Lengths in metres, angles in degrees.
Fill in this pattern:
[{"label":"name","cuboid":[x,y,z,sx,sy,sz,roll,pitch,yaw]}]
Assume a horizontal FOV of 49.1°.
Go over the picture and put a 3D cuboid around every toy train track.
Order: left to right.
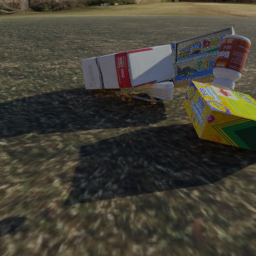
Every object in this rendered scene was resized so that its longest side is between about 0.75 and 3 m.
[{"label":"toy train track","cuboid":[0.253,-1.013,9.878,1.512,0.246,0.867,14,1,13]}]

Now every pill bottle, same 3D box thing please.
[{"label":"pill bottle","cuboid":[2.207,-1.396,6.076,0.606,1.080,0.606,16,2,-1]}]

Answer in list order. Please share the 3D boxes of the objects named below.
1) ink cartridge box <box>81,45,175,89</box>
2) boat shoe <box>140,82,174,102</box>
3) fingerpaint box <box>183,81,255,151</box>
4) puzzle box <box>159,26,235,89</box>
[{"label":"ink cartridge box","cuboid":[-0.081,-2.213,10.387,2.124,1.199,2.894,-21,18,-37]},{"label":"boat shoe","cuboid":[1.015,-1.261,9.866,0.697,0.663,1.937,-13,12,-27]},{"label":"fingerpaint box","cuboid":[2.656,-0.358,7.504,1.895,0.833,2.271,13,26,-7]},{"label":"puzzle box","cuboid":[2.499,-2.531,10.408,2.847,1.894,0.362,-8,-23,32]}]
